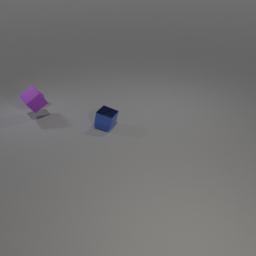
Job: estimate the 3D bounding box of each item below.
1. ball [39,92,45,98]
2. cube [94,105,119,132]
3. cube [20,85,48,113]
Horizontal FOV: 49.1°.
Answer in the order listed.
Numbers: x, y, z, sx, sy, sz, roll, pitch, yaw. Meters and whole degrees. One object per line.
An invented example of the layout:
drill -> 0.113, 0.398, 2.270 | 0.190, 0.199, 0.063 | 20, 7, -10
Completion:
ball -> -4.286, -1.382, 13.169 | 0.700, 0.700, 0.700 | 0, 30, 0
cube -> -0.878, -0.379, 11.297 | 0.700, 0.700, 0.700 | 22, 34, 12
cube -> -3.937, -1.196, 11.726 | 0.700, 0.700, 0.700 | -41, 57, -7
